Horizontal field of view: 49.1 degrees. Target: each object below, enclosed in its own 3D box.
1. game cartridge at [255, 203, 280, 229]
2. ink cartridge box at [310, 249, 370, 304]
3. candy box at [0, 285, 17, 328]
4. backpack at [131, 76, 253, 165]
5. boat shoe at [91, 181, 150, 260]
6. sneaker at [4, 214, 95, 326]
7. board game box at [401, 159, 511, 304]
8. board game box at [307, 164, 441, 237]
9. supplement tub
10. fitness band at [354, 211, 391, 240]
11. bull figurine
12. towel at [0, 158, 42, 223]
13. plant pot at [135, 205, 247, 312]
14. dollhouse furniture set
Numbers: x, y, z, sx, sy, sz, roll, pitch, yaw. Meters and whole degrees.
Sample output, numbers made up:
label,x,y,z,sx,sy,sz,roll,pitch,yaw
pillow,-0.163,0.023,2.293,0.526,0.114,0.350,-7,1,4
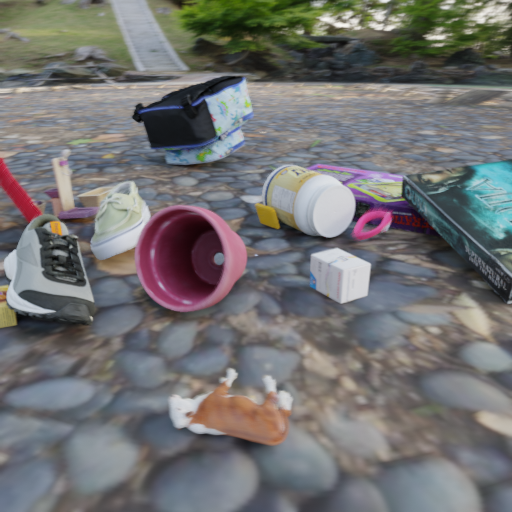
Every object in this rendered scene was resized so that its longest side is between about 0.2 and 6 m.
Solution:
label,x,y,z,sx,sy,sz,roll,pitch,yaw
game cartridge,0.216,-0.757,10.616,0.081,0.440,0.499,-38,39,-27
ink cartridge box,1.184,0.276,7.971,0.514,0.523,0.710,-13,25,-31
candy box,-3.694,0.725,7.095,1.149,0.324,0.670,-8,23,-26
backpack,-1.511,-3.859,16.049,2.621,2.105,2.865,2,32,36
boat shoe,-2.418,-0.659,9.697,0.940,0.810,2.610,-21,19,0
sneaker,-2.714,0.142,7.357,0.953,1.023,2.580,17,11,-36
board game box,4.213,-0.590,9.133,2.406,0.501,3.557,-9,32,-9
board game box,2.572,-1.275,11.952,4.075,0.658,2.446,14,29,31
supplement tub,0.965,-1.020,10.457,1.137,1.137,1.575,-13,25,-30
fitness band,2.028,-0.550,9.765,0.585,0.152,0.815,-8,29,32
bull figurine,-0.221,1.409,5.186,1.136,0.370,0.690,12,46,16
towel,-4.202,-1.084,9.814,0.254,1.636,2.263,-37,26,-16
plant pot,-0.751,0.028,7.584,1.361,1.361,1.218,8,3,20
dollhouse furniture set,-3.807,-1.597,11.641,1.451,1.300,1.831,-1,16,14
